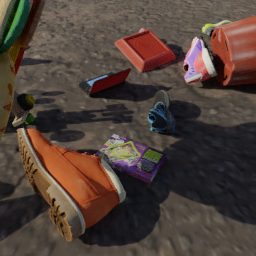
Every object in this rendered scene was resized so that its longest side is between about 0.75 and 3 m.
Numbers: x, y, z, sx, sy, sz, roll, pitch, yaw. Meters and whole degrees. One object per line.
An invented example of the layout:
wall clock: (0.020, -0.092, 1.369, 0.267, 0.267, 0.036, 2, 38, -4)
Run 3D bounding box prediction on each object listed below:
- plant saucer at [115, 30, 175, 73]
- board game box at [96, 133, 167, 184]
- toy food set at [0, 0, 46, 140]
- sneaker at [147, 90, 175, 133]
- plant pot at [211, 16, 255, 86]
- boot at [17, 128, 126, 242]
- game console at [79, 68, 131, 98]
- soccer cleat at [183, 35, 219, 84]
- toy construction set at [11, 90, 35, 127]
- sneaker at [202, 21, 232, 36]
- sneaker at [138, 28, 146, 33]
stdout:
plant saucer: (0.679, -3.000, 10.481, 1.740, 0.319, 1.736, -27, 66, -28)
board game box: (0.067, 0.701, 6.771, 1.507, 0.243, 0.904, 21, 41, 22)
toy food set: (-1.980, -1.151, 4.345, 0.690, 2.808, 2.837, 21, 2, -28)
sneaker: (0.858, -0.512, 7.842, 0.666, 0.595, 1.627, -3, 42, -3)
plant pot: (4.087, -2.447, 8.862, 2.444, 2.513, 2.513, -10, 42, 1)
boot: (-1.324, 0.871, 6.052, 1.539, 1.077, 2.870, -25, 54, -32)
game console: (-0.765, -1.602, 8.909, 1.379, 0.818, 1.188, -25, 47, -26)
soccer cleat: (2.385, -2.448, 9.852, 1.056, 0.984, 2.885, -25, 28, 20)
toy construction set: (-3.681, -0.755, 7.721, 2.097, 1.932, 2.514, -45, 34, -4)
sneaker: (3.997, -4.265, 12.227, 1.441, 0.532, 0.583, -15, 50, -5)
sneaker: (0.624, -3.439, 11.294, 0.716, 0.609, 1.652, 19, 47, 1)
